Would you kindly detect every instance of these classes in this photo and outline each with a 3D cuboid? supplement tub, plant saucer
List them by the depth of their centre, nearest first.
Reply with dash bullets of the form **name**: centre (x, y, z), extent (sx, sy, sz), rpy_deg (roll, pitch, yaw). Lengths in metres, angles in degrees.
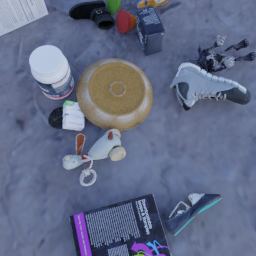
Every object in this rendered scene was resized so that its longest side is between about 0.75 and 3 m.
- **supplement tub**: centre (-2.550, -1.842, 9.498), extent (1.206, 1.719, 1.206), rpy_deg (0, 69, 0)
- **plant saucer**: centre (-0.394, -1.274, 9.660), extent (2.742, 0.485, 2.742), rpy_deg (3, 75, -10)

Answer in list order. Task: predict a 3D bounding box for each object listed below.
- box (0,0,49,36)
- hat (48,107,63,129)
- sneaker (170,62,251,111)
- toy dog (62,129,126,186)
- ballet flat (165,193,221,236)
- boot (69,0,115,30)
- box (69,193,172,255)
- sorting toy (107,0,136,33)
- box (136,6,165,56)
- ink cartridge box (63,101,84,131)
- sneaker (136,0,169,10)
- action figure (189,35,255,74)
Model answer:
- **box**: centre (-4.477, -4.980, 10.538), extent (2.254, 2.073, 1.183), rpy_deg (-30, 71, -12)
- **hat**: centre (-2.386, -0.402, 9.688), extent (0.840, 0.339, 0.840), rpy_deg (0, 69, -1)
- **sneaker**: centre (2.675, -1.079, 9.697), extent (2.707, 1.016, 1.563), rpy_deg (30, 76, 22)
- **toy dog**: centre (-1.062, 0.671, 8.828), extent (2.118, 1.020, 1.397), rpy_deg (-38, 57, -16)
- **ballet flat**: centre (1.905, 2.404, 8.435), extent (1.947, 0.711, 0.711), rpy_deg (-34, 72, -10)
- **boot**: centre (-1.426, -4.378, 11.082), extent (1.625, 0.612, 1.215), rpy_deg (-19, 70, -8)
- **box**: centre (-0.238, 3.190, 8.221), extent (2.624, 0.474, 1.876), rpy_deg (-14, 70, -4)
- **sorting toy**: centre (-0.226, -4.990, 11.358), extent (0.902, 0.909, 2.620), rpy_deg (-13, 70, -30)
- **box**: centre (0.805, -3.594, 10.464), extent (0.713, 1.194, 1.215), rpy_deg (-18, 70, -7)
- **ink cartridge box**: centre (-1.852, -0.408, 9.526), extent (0.659, 0.381, 0.906), rpy_deg (9, 66, -28)
- **sneaker**: centre (0.929, -5.279, 11.516), extent (1.591, 0.599, 0.701), rpy_deg (-27, 63, -19)
- **action figure**: centre (3.409, -2.668, 10.164), extent (2.240, 1.143, 1.332), rpy_deg (-15, 80, -8)
